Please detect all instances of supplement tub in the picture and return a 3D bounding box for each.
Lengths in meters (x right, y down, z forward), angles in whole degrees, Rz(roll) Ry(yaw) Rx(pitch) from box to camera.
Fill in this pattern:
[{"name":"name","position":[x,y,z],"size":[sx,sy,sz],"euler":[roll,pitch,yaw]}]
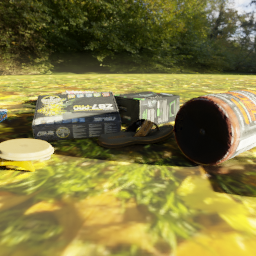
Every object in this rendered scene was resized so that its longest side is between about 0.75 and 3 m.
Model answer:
[{"name":"supplement tub","position":[2.604,-0.145,7.062],"size":[2.977,1.592,1.592],"euler":[-13,19,-43]}]

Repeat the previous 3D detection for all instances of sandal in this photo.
[{"name":"sandal","position":[0.275,0.067,8.087],"size":[2.390,0.652,0.977],"euler":[-6,12,-17]}]

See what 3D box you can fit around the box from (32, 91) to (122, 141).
[{"name":"box","position":[-1.632,-0.438,9.006],"size":[2.582,0.634,2.081],"euler":[-3,34,-9]}]

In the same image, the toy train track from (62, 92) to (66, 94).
[{"name":"toy train track","position":[-3.207,-1.353,14.580],"size":[1.829,0.298,1.049],"euler":[14,50,19]}]

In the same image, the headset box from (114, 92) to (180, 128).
[{"name":"headset box","position":[0.542,-0.769,10.816],"size":[2.212,1.026,1.926],"euler":[-10,17,-37]}]

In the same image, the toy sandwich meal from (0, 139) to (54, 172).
[{"name":"toy sandwich meal","position":[-2.402,0.624,6.361],"size":[1.425,0.488,1.425],"euler":[5,13,-1]}]

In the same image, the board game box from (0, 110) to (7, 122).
[{"name":"board game box","position":[-5.492,-0.434,10.884],"size":[1.198,0.342,1.224],"euler":[-1,14,-6]}]

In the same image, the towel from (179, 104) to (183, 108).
[{"name":"towel","position":[1.955,-1.102,14.039],"size":[2.391,0.216,1.029],"euler":[4,9,20]}]

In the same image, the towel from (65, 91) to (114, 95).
[{"name":"towel","position":[-1.851,-1.615,15.217],"size":[2.914,0.436,2.132],"euler":[-1,15,-24]}]
